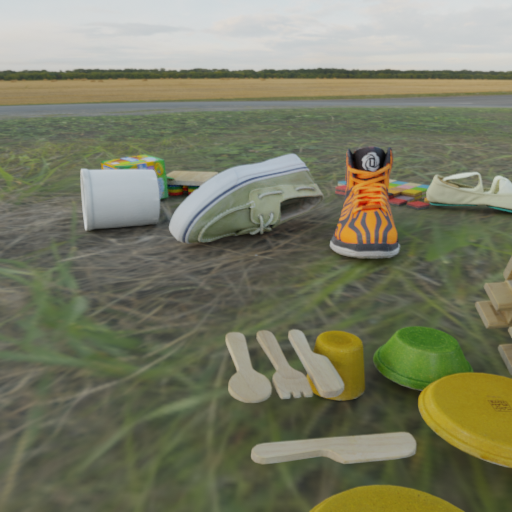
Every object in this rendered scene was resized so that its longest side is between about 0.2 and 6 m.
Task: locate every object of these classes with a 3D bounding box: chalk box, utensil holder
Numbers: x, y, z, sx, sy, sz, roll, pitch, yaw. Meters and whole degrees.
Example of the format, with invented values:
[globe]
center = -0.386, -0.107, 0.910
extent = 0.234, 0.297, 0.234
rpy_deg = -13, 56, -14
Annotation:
[chalk box]
center = -2.578, -1.731, 12.583
extent = 1.485, 0.920, 0.927
rpy_deg = -19, 26, -36
[utensil holder]
center = -2.555, -1.078, 10.499
extent = 1.327, 1.128, 1.128
rpy_deg = -5, 19, -19

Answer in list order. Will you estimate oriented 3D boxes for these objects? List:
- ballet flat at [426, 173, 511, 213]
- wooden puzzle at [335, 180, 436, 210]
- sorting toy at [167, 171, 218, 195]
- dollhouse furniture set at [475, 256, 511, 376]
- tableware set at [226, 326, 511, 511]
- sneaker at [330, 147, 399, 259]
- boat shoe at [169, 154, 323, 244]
[ballet flat]
center = 4.756, -1.332, 11.630
extent = 2.310, 0.803, 0.803
rpy_deg = 6, 20, 10
[wooden puzzle]
center = 3.073, -1.536, 13.224
extent = 2.891, 0.203, 1.714
rpy_deg = 17, 25, 40
[sorting toy]
center = -1.614, -1.730, 13.482
extent = 1.160, 0.406, 1.168
rpy_deg = 4, 20, 11
[dollhouse furniture set]
center = 3.178, 0.530, 5.035
extent = 1.289, 1.700, 1.940
rpy_deg = -4, 46, -6
[tableware set]
center = 1.230, 1.509, 3.904
extent = 2.607, 0.594, 3.871
rpy_deg = -1, 18, -12
[sneaker]
center = 1.819, -1.004, 9.485
extent = 1.111, 1.605, 2.865
rpy_deg = 1, 19, 4
[boat shoe]
center = 0.000, -0.943, 9.985
extent = 1.064, 1.235, 3.430
rpy_deg = 46, 48, 16
